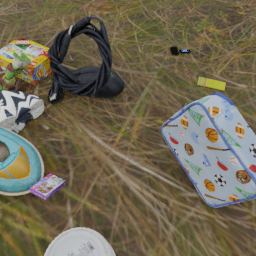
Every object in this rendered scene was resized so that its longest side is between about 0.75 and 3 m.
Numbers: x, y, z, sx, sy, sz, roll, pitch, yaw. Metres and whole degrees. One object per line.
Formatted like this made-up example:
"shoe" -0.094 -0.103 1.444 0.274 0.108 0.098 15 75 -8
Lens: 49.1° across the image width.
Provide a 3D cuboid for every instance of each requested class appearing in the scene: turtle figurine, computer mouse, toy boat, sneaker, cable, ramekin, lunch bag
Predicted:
"turtle figurine" -4.768 -2.192 10.579 1.930 1.433 1.991 -41 64 13
"computer mouse" -1.634 -1.861 11.004 2.974 0.784 2.060 1 50 1
"toy boat" -3.747 1.358 7.727 2.412 1.333 2.869 34 61 -4
"sneaker" -4.343 -0.572 9.839 1.557 0.955 2.392 29 56 23
"cable" -1.662 -2.362 9.642 2.338 0.728 2.866 -15 77 12
"ramekin" -1.168 3.267 6.659 1.811 0.950 1.811 0 50 0
"lunch bag" 2.247 0.604 7.571 1.117 2.368 2.956 -25 80 -30

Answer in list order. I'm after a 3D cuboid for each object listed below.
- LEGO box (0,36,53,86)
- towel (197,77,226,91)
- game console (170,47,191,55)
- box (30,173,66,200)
"LEGO box" -4.240 -2.859 11.809 2.095 0.808 1.560 25 55 19
"towel" 3.398 -1.790 11.411 1.097 0.099 0.472 15 57 11
"game console" 2.401 -3.544 12.839 0.909 0.110 0.536 -2 51 -2
"box" -2.211 1.612 7.776 0.564 0.161 0.824 20 29 21
